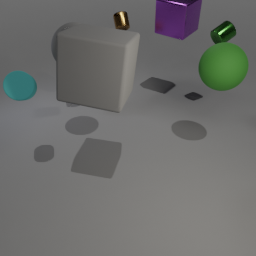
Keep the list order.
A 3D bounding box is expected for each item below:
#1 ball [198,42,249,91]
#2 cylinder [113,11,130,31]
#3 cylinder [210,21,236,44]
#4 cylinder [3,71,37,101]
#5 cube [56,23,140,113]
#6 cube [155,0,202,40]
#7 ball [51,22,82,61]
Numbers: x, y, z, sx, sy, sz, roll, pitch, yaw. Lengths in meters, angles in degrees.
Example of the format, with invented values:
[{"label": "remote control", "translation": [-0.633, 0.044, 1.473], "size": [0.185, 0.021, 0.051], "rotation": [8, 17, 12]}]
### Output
[{"label": "ball", "translation": [2.805, -1.803, 8.288], "size": [1.400, 1.400, 1.400], "rotation": [0, 31, 0]}, {"label": "cylinder", "translation": [-0.307, -5.065, 13.341], "size": [0.700, 0.700, 0.700], "rotation": [-11, -1, 0]}, {"label": "cylinder", "translation": [3.679, -3.651, 10.828], "size": [0.700, 0.700, 0.700], "rotation": [-36, 37, -1]}, {"label": "cylinder", "translation": [-2.621, -1.022, 6.858], "size": [0.700, 0.700, 0.700], "rotation": [-7, 8, -12]}, {"label": "cube", "translation": [-0.618, -1.339, 6.042], "size": [1.400, 1.400, 1.400], "rotation": [12, 29, 7]}, {"label": "cube", "translation": [2.080, -4.706, 11.680], "size": [1.400, 1.400, 1.400], "rotation": [26, 48, 27]}, {"label": "ball", "translation": [-1.505, -2.321, 8.113], "size": [1.400, 1.400, 1.400], "rotation": [0, 31, 0]}]
